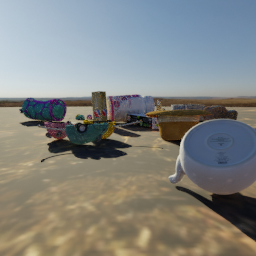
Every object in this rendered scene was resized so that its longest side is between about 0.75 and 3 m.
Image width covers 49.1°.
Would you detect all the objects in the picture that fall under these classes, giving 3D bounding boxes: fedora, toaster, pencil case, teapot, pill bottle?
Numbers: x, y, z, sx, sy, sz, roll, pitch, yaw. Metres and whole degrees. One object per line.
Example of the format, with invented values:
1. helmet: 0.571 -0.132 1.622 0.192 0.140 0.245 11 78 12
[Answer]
1. fedora: 1.390 -0.079 7.795 1.971 0.804 1.971 -1 1 0
2. toaster: 2.771 -0.665 13.207 1.499 0.890 1.356 -3 6 -17
3. pencil case: -4.429 -1.000 14.641 2.700 1.248 1.149 6 38 37
4. teapot: 1.128 0.421 3.312 1.001 0.741 1.014 -33 38 -20
5. pill bottle: 0.058 -0.989 13.727 2.283 1.294 1.294 -5 7 -13

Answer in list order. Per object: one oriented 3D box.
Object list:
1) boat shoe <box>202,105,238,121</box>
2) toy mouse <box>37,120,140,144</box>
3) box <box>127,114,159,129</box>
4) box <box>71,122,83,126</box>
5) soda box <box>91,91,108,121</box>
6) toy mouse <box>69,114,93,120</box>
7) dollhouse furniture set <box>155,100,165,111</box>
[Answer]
1. boat shoe: 3.567 -0.489 11.314 0.848 0.894 2.361 22 9 42
2. toy mouse: -1.424 0.094 7.407 2.713 0.525 2.411 3 6 29
3. box: 1.098 -0.333 12.063 1.474 0.465 2.679 -2 6 -20
4. box: -1.957 -0.034 9.764 0.391 0.326 0.952 -4 7 -37
5. soda box: -1.276 -0.913 12.668 0.503 1.484 0.475 -2 4 33
6. toy mouse: -2.521 -0.646 16.232 1.448 0.280 1.287 -3 7 -31
7. dollhouse furniture set: 1.010 -1.096 15.551 2.978 1.318 1.543 -4 7 -39
